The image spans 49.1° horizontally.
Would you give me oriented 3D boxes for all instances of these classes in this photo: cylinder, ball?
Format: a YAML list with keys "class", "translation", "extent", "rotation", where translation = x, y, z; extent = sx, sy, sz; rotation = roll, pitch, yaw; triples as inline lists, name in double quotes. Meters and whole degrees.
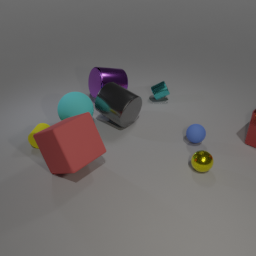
- class: "cylinder"
  translation: [-0.380, -0.947, 11.310]
  extent: [1.400, 1.400, 1.400]
  rotation: [32, 43, 24]
- class: "ball"
  translation: [2.372, 1.059, 8.949]
  extent: [0.700, 0.700, 0.700]
  rotation: [0, 32, 0]
- class: "cylinder"
  translation: [-0.938, -2.102, 13.072]
  extent: [1.400, 1.400, 1.400]
  rotation: [-4, 29, -33]
- class: "cylinder"
  translation: [1.529, -1.769, 13.226]
  extent: [0.700, 0.700, 0.700]
  rotation: [-24, 29, 13]
- class: "ball"
  translation: [-2.049, -0.718, 10.987]
  extent: [1.400, 1.400, 1.400]
  rotation: [0, 32, 0]
- class: "cylinder"
  translation: [-3.171, 0.282, 10.214]
  extent: [0.700, 0.700, 0.700]
  rotation: [5, 32, 8]
- class: "ball"
  translation: [2.464, 0.196, 10.156]
  extent: [0.700, 0.700, 0.700]
  rotation: [0, 32, 0]

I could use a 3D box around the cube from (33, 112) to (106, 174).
- class: "cube"
  translation: [-1.813, 0.482, 8.766]
  extent: [1.400, 1.400, 1.400]
  rotation: [-11, 16, 47]

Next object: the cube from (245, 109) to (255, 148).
- class: "cube"
  translation: [5.279, -0.023, 10.042]
  extent: [1.400, 1.400, 1.400]
  rotation: [26, 40, 36]
